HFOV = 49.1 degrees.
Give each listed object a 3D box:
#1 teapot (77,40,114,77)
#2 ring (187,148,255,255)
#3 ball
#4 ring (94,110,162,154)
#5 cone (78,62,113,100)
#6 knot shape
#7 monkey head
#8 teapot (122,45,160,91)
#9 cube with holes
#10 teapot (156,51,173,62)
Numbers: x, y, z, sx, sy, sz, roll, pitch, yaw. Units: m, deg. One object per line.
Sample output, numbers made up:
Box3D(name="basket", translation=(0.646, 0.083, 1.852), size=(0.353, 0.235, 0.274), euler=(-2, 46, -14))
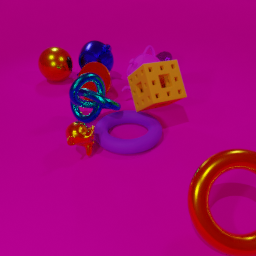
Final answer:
Box3D(name="teapot", translation=(-1.131, -2.365, 9.705), size=(2.055, 1.278, 1.006), euler=(-31, 16, 40))
Box3D(name="ring", translation=(1.758, 1.147, 4.386), size=(1.657, 1.657, 0.331), euler=(-1, -7, -1))
Box3D(name="ball", translation=(-2.499, -2.207, 9.706), size=(1.186, 1.186, 1.186), euler=(0, 33, 0))
Box3D(name="ring", translation=(0.001, 0.058, 6.967), size=(1.695, 0.339, 1.695), euler=(-1, 33, 1))
Box3D(name="cone", translation=(-0.802, -1.447, 9.124), size=(1.210, 1.210, 1.214), euler=(17, 10, 24))
Box3D(name="knot shape", translation=(-0.834, -0.697, 7.245), size=(1.358, 1.452, 0.671), euler=(14, 50, -8))
Box3D(name="monkey head", translation=(-1.076, 0.240, 6.263), size=(0.642, 0.766, 1.065), euler=(2, 17, -5))
Box3D(name="teapot", translation=(0.396, -1.762, 8.693), size=(1.158, 0.912, 1.863), euler=(0, 60, 58))
Box3D(name="cube with holes", translation=(0.713, -1.049, 7.102), size=(0.963, 0.963, 0.963), euler=(-13, -4, -24))
Box3D(name="teapot", translation=(1.305, -2.343, 10.134), size=(0.736, 0.580, 1.184), euler=(-11, 54, 32))
